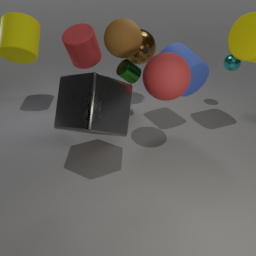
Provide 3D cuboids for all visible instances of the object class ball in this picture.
[{"bbox_3d":[-0.187,-3.282,10.282,1.400,1.400,1.400,0,30,0],"label":"ball"},{"bbox_3d":[4.346,-2.723,11.683,0.700,0.700,0.700,0,30,0],"label":"ball"},{"bbox_3d":[0.450,-3.339,11.546,1.400,1.400,1.400,0,30,0],"label":"ball"},{"bbox_3d":[1.128,-1.503,8.218,1.400,1.400,1.400,0,30,0],"label":"ball"}]

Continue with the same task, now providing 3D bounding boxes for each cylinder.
[{"bbox_3d":[-1.989,-3.562,12.242,1.400,1.400,1.400,-6,55,8],"label":"cylinder"},{"bbox_3d":[0.033,-2.148,10.668,0.700,0.700,0.700,28,11,-37],"label":"cylinder"},{"bbox_3d":[-4.106,-3.369,10.610,1.400,1.400,1.400,1,-12,0],"label":"cylinder"},{"bbox_3d":[1.884,-2.070,9.919,1.400,1.400,1.400,-15,50,-25],"label":"cylinder"},{"bbox_3d":[4.136,-2.767,8.777,1.400,1.400,1.400,-2,26,-34],"label":"cylinder"}]

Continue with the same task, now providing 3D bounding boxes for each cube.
[{"bbox_3d":[-0.901,-0.568,7.374,1.400,1.400,1.400,4,-4,41],"label":"cube"}]
